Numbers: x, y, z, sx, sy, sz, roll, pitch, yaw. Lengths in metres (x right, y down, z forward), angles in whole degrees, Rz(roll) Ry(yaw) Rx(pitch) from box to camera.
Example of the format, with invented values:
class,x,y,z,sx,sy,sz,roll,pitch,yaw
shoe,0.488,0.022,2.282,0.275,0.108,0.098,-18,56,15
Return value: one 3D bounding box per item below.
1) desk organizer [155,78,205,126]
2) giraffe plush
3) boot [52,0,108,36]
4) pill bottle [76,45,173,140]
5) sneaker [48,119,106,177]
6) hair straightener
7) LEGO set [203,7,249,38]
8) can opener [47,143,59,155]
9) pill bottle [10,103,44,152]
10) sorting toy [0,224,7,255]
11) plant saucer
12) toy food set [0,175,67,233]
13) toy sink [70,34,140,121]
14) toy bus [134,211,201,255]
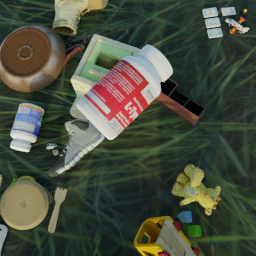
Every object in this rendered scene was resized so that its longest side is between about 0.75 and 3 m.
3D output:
class,x,y,z,sx,sy,sz,roll,pitch,yaw
desk organizer,1.854,-1.035,10.289,2.019,0.778,0.724,35,75,11
giraffe plush,2.354,2.077,9.133,1.233,1.521,1.312,30,105,-15
boot,-1.965,-4.649,11.448,2.216,0.806,1.722,1,72,2
pill bottle,-0.050,-1.095,8.326,2.759,1.549,1.549,-44,77,-3
sneaker,-1.996,0.468,9.506,2.360,0.886,1.363,-40,102,-23
hair straightener,-2.673,-3.022,11.065,0.986,0.524,2.562,41,76,12
LEGO set,4.160,-4.511,11.620,1.834,0.450,1.370,-7,76,-2
can opener,-2.579,0.691,9.480,0.333,1.266,0.421,-13,94,-18
pill bottle,-3.594,-0.001,9.900,0.890,0.890,1.589,9,73,3
sorting toy,-4.696,3.640,8.879,1.673,0.894,1.506,21,54,7
plant saucer,-3.841,-2.817,10.777,2.841,0.520,2.841,-1,78,7
toy food set,-3.408,2.496,9.373,2.476,0.497,1.709,14,80,-1
toy sink,-0.869,-1.629,10.063,1.824,1.568,2.798,21,73,7
toy bus,1.236,3.821,8.462,1.234,2.254,2.389,-22,65,39
